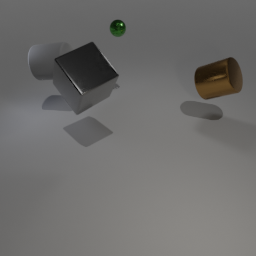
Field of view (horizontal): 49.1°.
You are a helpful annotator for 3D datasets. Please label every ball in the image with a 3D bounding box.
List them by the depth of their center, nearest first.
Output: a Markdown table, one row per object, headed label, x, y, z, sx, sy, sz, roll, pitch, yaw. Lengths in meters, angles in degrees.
| label | x | y | z | sx | sy | sz | roll | pitch | yaw |
| --- | --- | --- | --- | --- | --- | --- | --- | --- | --- |
| ball | -0.432 | -4.226 | 11.875 | 0.700 | 0.700 | 0.700 | 0 | 33 | 0 |

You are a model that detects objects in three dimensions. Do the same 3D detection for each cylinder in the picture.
| label | x | y | z | sx | sy | sz | roll | pitch | yaw |
| --- | --- | --- | --- | --- | --- | --- | --- | --- | --- |
| cylinder | 3.590 | -1.933 | 11.116 | 1.400 | 1.400 | 1.400 | -10 | 19 | 43 |
| cylinder | -2.986 | -2.648 | 11.167 | 1.400 | 1.400 | 1.400 | -1 | 32 | 14 |

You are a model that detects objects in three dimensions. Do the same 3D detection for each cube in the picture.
| label | x | y | z | sx | sy | sz | roll | pitch | yaw |
| --- | --- | --- | --- | --- | --- | --- | --- | --- | --- |
| cube | -1.360 | -1.526 | 8.759 | 1.400 | 1.400 | 1.400 | -34 | 81 | -26 |
